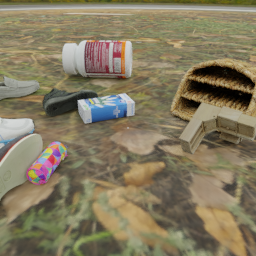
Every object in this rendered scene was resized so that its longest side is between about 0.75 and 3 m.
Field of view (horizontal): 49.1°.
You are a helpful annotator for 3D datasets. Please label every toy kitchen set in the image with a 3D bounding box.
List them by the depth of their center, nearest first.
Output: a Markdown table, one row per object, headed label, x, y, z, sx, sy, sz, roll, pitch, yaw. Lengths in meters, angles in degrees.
| label | x | y | z | sx | sy | sz | roll | pitch | yaw |
| --- | --- | --- | --- | --- | --- | --- | --- | --- | --- |
| toy kitchen set | 2.296 | 0.332 | 7.043 | 1.423 | 1.161 | 1.284 | 22 | 63 | 34 |

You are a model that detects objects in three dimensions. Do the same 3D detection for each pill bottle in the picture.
| label | x | y | z | sx | sy | sz | roll | pitch | yaw |
| --- | --- | --- | --- | --- | --- | --- | --- | --- | --- |
| pill bottle | -1.273 | -2.969 | 12.096 | 2.831 | 1.551 | 1.551 | 2 | 29 | 4 |

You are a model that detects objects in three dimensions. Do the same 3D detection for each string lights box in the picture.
| label | x | y | z | sx | sy | sz | roll | pitch | yaw |
| --- | --- | --- | --- | --- | --- | --- | --- | --- | --- |
| string lights box | -0.693 | -0.640 | 8.919 | 1.634 | 0.482 | 0.840 | -11 | 30 | -20 |

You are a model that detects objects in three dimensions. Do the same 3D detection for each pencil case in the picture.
| label | x | y | z | sx | sy | sz | roll | pitch | yaw |
| --- | --- | --- | --- | --- | --- | --- | --- | --- | --- |
| pencil case | -1.788 | 0.772 | 6.331 | 0.521 | 0.521 | 1.179 | 7 | 29 | 13 |

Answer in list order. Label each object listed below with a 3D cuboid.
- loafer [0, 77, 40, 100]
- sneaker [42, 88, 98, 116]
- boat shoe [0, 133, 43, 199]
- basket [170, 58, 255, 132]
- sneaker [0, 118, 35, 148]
| label | x | y | z | sx | sy | sz | roll | pitch | yaw |
| --- | --- | --- | --- | --- | --- | --- | --- | --- | --- |
| loafer | -4.351 | -1.507 | 10.241 | 2.160 | 0.754 | 0.755 | -17 | 33 | -29 |
| sneaker | -1.973 | -1.020 | 9.392 | 1.850 | 0.707 | 1.060 | -18 | 40 | -21 |
| boat shoe | -2.700 | 0.926 | 5.636 | 0.854 | 0.972 | 2.731 | 6 | 34 | 16 |
| basket | 2.770 | -1.094 | 8.440 | 1.823 | 1.746 | 2.447 | -24 | 36 | -39 |
| sneaker | -3.833 | -0.105 | 7.010 | 2.860 | 1.239 | 1.072 | -9 | 21 | -25 |
